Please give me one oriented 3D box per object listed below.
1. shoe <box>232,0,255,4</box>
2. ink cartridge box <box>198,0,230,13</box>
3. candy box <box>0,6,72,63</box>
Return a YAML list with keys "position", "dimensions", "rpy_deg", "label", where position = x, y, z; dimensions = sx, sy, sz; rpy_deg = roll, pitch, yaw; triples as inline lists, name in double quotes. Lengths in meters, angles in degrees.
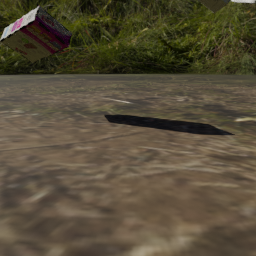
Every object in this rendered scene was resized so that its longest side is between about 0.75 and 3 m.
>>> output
- position: [3.306, -3.727, 7.499]
  dimensions: [0.554, 0.705, 1.551]
  rpy_deg: [4, 25, -5]
  label: "shoe"
- position: [1.610, -3.025, 5.564]
  dimensions: [1.171, 0.848, 0.492]
  rpy_deg: [34, -7, -9]
  label: "ink cartridge box"
- position: [-2.930, -2.891, 8.916]
  dimensions: [1.941, 0.592, 1.324]
  rpy_deg: [-9, -29, 36]
  label: "candy box"
